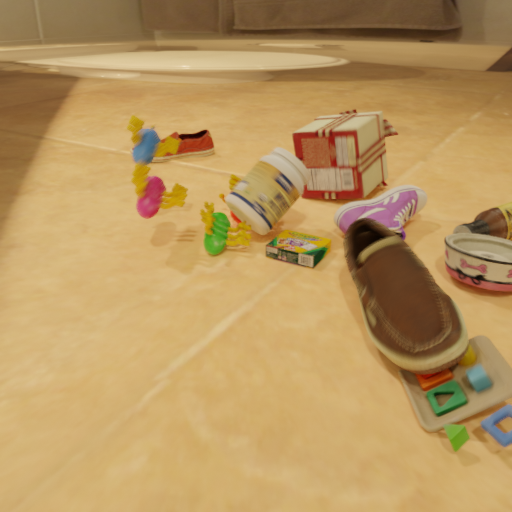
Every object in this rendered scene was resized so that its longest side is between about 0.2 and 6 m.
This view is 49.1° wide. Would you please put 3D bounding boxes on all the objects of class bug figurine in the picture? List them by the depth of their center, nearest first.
[{"bbox_3d":[-1.339,-1.321,11.491,3.484,0.896,2.702,30,36,-18],"label":"bug figurine"}]

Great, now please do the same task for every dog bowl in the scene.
[{"bbox_3d":[4.077,0.110,9.848,1.601,0.590,1.601,6,19,-2],"label":"dog bowl"}]

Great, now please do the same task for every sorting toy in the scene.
[{"bbox_3d":[2.513,1.511,7.064,1.295,0.313,2.299,-25,23,9],"label":"sorting toy"}]

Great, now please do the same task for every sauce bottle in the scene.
[{"bbox_3d":[4.967,-0.634,11.379,2.377,0.769,0.769,-18,32,-29],"label":"sauce bottle"}]

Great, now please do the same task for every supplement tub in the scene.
[{"bbox_3d":[0.255,-1.325,11.394,1.548,1.118,1.118,-49,42,-7],"label":"supplement tub"}]

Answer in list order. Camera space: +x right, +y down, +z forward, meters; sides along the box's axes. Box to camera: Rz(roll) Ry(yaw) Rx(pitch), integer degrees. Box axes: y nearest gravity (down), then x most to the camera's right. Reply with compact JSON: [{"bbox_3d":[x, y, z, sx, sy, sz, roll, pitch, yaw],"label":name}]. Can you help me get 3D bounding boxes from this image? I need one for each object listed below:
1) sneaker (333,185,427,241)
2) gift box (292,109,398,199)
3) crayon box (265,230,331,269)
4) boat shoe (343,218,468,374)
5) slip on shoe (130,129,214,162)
[{"bbox_3d":[2.891,-0.703,11.595,2.284,0.828,1.302,-20,39,-21],"label":"sneaker"},{"bbox_3d":[2.264,-2.403,13.628,2.098,1.936,1.959,8,29,29],"label":"gift box"},{"bbox_3d":[0.830,-0.154,10.900,1.018,0.297,0.878,14,30,25],"label":"crayon box"},{"bbox_3d":[1.915,0.375,8.173,1.242,1.244,3.363,-29,22,5],"label":"boat shoe"},{"bbox_3d":[-2.479,-3.286,16.587,2.544,0.778,0.942,-11,31,-18],"label":"slip on shoe"}]
